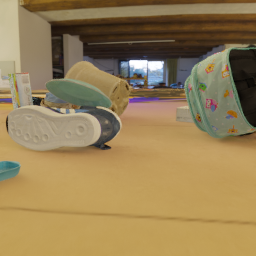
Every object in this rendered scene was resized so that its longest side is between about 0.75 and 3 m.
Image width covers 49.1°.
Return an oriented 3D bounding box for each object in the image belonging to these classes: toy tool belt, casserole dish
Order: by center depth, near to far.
[{"bbox_3d":[-2.384,0.797,4.863,0.641,0.205,1.058,7,12,36],"label":"casserole dish"},{"bbox_3d":[-2.459,-1.063,11.491,2.498,1.535,1.560,8,12,35],"label":"toy tool belt"}]

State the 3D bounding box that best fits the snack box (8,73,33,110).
[{"bbox_3d":[-3.918,-1.057,10.337,0.509,1.920,1.365,-11,14,-30],"label":"snack box"}]

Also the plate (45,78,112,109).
[{"bbox_3d":[-1.657,-1.212,9.665,2.361,0.302,2.361,13,-14,3],"label":"plate"}]

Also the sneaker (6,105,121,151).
[{"bbox_3d":[-1.519,-0.055,7.398,2.706,1.090,1.981,3,6,22],"label":"sneaker"}]

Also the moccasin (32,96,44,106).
[{"bbox_3d":[-4.431,-1.533,16.004,2.649,0.903,1.066,-6,12,-33],"label":"moccasin"}]

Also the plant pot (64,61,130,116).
[{"bbox_3d":[-1.297,-1.591,12.973,2.361,2.579,2.579,19,19,29],"label":"plant pot"}]

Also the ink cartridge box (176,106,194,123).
[{"bbox_3d":[2.727,-0.599,11.680,0.999,0.564,1.360,7,12,32],"label":"ink cartridge box"}]

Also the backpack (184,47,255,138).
[{"bbox_3d":[3.047,-1.015,8.439,2.293,2.630,2.992,-14,1,36],"label":"backpack"}]
